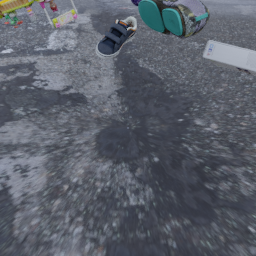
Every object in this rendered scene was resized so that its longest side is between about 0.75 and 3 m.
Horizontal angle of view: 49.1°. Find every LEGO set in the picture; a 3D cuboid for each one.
[{"bbox_3d":[-1.564,-2.051,4.885,1.834,0.682,0.843,-24,33,-2],"label":"LEGO set"}]

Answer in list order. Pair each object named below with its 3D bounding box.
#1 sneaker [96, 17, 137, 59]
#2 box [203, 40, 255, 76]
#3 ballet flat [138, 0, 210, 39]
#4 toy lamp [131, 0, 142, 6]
[{"bbox_3d":[-0.381,-3.125,9.463,0.782,0.792,1.993,32,54,7],"label":"sneaker"},{"bbox_3d":[2.707,-1.219,5.599,2.146,0.390,1.549,23,16,21],"label":"box"},{"bbox_3d":[0.968,-2.424,5.939,0.869,0.869,2.416,-9,29,-14],"label":"ballet flat"},{"bbox_3d":[-0.539,-4.947,9.700,2.915,0.848,0.848,-6,28,-44],"label":"toy lamp"}]
